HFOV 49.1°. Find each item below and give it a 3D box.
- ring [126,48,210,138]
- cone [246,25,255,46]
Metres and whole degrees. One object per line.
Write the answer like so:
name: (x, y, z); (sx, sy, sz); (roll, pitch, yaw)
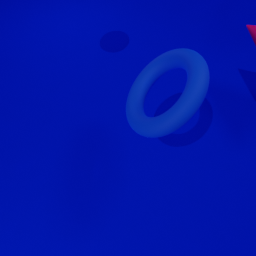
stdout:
ring: (0.669, -0.670, 5.216); (1.828, 0.366, 1.828); (-29, 45, 34)
cone: (3.109, -1.821, 6.005); (1.387, 1.387, 1.392); (-40, 71, -20)
